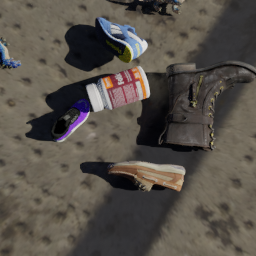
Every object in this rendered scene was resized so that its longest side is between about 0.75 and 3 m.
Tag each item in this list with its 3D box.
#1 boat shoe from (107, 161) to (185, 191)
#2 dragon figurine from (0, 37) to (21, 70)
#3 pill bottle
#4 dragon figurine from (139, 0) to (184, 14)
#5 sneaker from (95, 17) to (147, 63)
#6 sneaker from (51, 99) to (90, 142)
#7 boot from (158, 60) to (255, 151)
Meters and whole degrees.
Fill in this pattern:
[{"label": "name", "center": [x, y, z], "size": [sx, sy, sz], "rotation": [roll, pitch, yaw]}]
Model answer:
[{"label": "boat shoe", "center": [0.447, 1.240, 7.076], "size": [1.986, 0.752, 0.713], "rotation": [5, 77, 3]}, {"label": "dragon figurine", "center": [-3.910, -2.124, 7.994], "size": [1.693, 0.498, 0.842], "rotation": [5, 76, 0]}, {"label": "pill bottle", "center": [-0.282, -1.017, 7.519], "size": [1.553, 0.887, 0.887], "rotation": [-19, 77, -5]}, {"label": "dragon figurine", "center": [1.203, -4.085, 8.383], "size": [2.101, 0.618, 1.045], "rotation": [11, 76, 11]}, {"label": "sneaker", "center": [-0.246, -2.542, 7.887], "size": [0.800, 0.719, 1.946], "rotation": [-31, 59, -21]}, {"label": "sneaker", "center": [-1.526, -0.238, 7.437], "size": [0.488, 0.699, 1.405], "rotation": [36, 80, 8]}, {"label": "boot", "center": [2.137, -0.532, 7.507], "size": [2.670, 0.924, 2.325], "rotation": [-1, 81, 5]}]
